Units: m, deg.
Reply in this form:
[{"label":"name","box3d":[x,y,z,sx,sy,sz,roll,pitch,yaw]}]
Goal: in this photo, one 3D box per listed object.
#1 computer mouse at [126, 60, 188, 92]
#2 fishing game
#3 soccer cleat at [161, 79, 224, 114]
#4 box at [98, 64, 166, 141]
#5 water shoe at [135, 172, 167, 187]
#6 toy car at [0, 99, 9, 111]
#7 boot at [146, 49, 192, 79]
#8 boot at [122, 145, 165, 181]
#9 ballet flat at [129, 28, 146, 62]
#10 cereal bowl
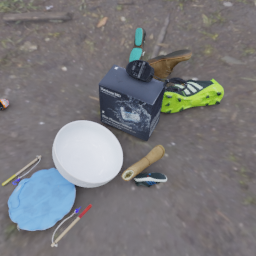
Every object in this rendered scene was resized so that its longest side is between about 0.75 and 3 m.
[{"label":"computer mouse","box3d":[0.717,-1.311,7.161,1.697,0.289,0.497,25,95,17]},{"label":"fishing game","box3d":[-2.148,1.814,7.100,2.436,0.379,1.745,30,60,30]},{"label":"soccer cleat","box3d":[1.724,-1.067,8.819,2.506,0.846,1.016,-6,42,-7]},{"label":"box","box3d":[0.084,-0.688,7.942,1.598,1.625,0.954,23,54,15]},{"label":"water shoe","box3d":[0.606,1.379,7.396,0.849,0.335,0.303,1,32,10]},{"label":"toy car","box3d":[-4.079,-0.987,8.711,1.000,0.491,0.333,49,52,0]},{"label":"boot","box3d":[1.347,-2.015,8.891,0.693,1.884,0.711,-27,105,-30]},{"label":"boot","box3d":[0.416,0.913,7.221,0.342,0.905,1.034,49,42,14]},{"label":"ballet flat","box3d":[0.402,-2.767,9.698,0.456,0.458,1.340,18,98,28]},{"label":"cereal bowl","box3d":[-1.111,0.744,7.380,1.841,0.767,1.841,16,52,-22]}]
